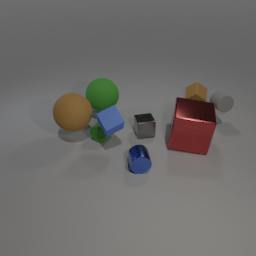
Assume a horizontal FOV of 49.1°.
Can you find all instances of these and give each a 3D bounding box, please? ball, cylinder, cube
[{"bbox_3d":[-1.998,-0.568,10.131,1.400,1.400,1.400,0,31,0],"label":"ball"},{"bbox_3d":[0.378,1.016,9.159,0.700,0.700,0.700,-3,32,-5],"label":"cylinder"},{"bbox_3d":[3.134,-1.569,12.886,0.700,0.700,0.700,27,61,-28],"label":"cube"},{"bbox_3d":[-0.965,0.078,10.649,0.700,0.700,0.700,15,38,23],"label":"cylinder"},{"bbox_3d":[3.743,-1.056,11.218,0.700,0.700,0.700,-6,23,-9],"label":"cylinder"},{"bbox_3d":[0.645,-0.089,10.893,0.700,0.700,0.700,-7,32,-9],"label":"cube"},{"bbox_3d":[2.288,-0.092,10.106,1.400,1.400,1.400,10,36,6],"label":"cube"},{"bbox_3d":[-0.598,-0.232,9.534,0.700,0.700,0.700,-28,76,-12],"label":"cube"},{"bbox_3d":[-1.081,-1.402,11.797,1.400,1.400,1.400,0,31,0],"label":"ball"}]
